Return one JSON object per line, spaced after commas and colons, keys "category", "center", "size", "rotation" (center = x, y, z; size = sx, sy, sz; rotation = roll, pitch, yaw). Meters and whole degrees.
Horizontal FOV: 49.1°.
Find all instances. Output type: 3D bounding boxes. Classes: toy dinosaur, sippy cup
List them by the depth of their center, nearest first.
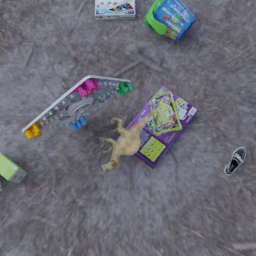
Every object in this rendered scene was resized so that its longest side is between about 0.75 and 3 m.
{"category": "toy dinosaur", "center": [-0.047, 0.242, 8.588], "size": [1.230, 0.708, 2.432], "rotation": [35, 83, 32]}
{"category": "sippy cup", "center": [1.705, -4.228, 10.846], "size": [1.522, 1.631, 2.077], "rotation": [41, 84, 3]}

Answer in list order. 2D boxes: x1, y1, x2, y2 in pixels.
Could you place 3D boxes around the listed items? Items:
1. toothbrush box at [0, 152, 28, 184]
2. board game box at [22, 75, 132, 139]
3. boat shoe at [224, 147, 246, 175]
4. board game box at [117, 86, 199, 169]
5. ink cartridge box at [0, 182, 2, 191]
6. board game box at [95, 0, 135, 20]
{"category": "toothbrush box", "center": [-3.966, 1.241, 9.061], "size": [1.175, 0.855, 0.506], "rotation": [35, 73, 12]}
{"category": "board game box", "center": [-1.348, -0.583, 8.279], "size": [2.622, 2.621, 0.339], "rotation": [-34, 82, 23]}
{"category": "boat shoe", "center": [3.627, 1.072, 9.373], "size": [0.421, 0.389, 1.140], "rotation": [42, 75, 14]}
{"category": "board game box", "center": [1.059, -0.081, 9.834], "size": [1.605, 0.432, 2.673], "rotation": [39, 74, 9]}
{"category": "ink cartridge box", "center": [-4.651, 1.809, 8.939], "size": [0.929, 0.682, 0.678], "rotation": [-20, 71, -8]}
{"category": "board game box", "center": [-0.536, -5.058, 11.738], "size": [1.669, 0.289, 1.054], "rotation": [-1, 69, 0]}
